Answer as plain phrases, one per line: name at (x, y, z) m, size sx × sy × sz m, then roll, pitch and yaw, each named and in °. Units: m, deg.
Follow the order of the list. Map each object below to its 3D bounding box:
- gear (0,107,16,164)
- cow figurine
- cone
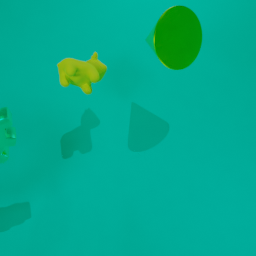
gear at (-3.265, 0.142, 5.342) m, size 2.064 × 2.064 × 0.382 m, roll -21°, pitch 44°, yaw -7°
cow figurine at (-1.171, -1.489, 7.186) m, size 1.383 × 0.759 × 1.360 m, roll 13°, pitch 38°, yaw -33°
cone at (0.832, -2.219, 7.020) m, size 1.425 × 1.430 × 1.425 m, roll -9°, pitch 109°, yaw -29°
